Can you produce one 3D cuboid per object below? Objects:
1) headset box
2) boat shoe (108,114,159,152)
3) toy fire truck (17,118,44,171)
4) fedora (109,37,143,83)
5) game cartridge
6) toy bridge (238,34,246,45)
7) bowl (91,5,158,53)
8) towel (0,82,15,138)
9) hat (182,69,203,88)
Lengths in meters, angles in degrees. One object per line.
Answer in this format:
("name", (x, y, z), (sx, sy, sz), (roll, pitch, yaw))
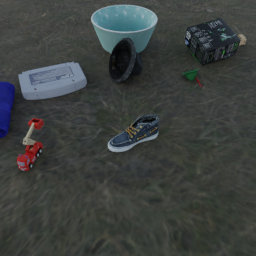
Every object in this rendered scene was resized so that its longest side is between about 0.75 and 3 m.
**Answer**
("headset box", (3.515, -3.624, 11.648), (1.782, 0.827, 1.552), (-20, 59, -9))
("boat shoe", (0.159, 0.102, 8.224), (1.649, 0.749, 0.583), (-20, 48, -20))
("toy fire truck", (-2.698, 0.441, 7.775), (0.309, 0.894, 1.268), (9, 45, 11))
("fedora", (0.014, -2.470, 10.584), (0.846, 1.853, 1.853), (11, 36, -33))
("game cartridge", (-2.778, -1.745, 10.369), (2.306, 0.471, 1.535), (-15, 43, -15))
("toy bridge", (4.059, -3.709, 12.430), (2.481, 0.338, 0.834), (-8, 46, -6))
("bowl", (-0.154, -4.045, 11.980), (2.725, 1.425, 2.725), (0, 43, 0))
("towel", (-4.725, -0.559, 9.073), (1.884, 0.632, 2.552), (-3, 44, -12))
("hat", (2.464, -1.838, 10.701), (0.646, 0.687, 0.780), (-14, 11, 16))
